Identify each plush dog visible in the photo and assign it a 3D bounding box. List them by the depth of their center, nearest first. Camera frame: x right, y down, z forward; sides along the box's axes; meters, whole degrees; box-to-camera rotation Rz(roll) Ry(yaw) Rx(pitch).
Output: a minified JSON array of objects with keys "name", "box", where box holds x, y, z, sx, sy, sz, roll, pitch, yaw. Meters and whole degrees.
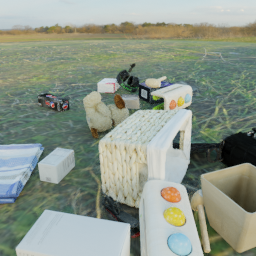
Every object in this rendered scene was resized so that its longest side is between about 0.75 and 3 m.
[{"name":"plush dog","box":[-0.759,-0.459,10.987,1.652,1.923,1.543,-15,59,-10]}]

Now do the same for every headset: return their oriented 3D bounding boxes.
[{"name":"headset","box":[0.100,-3.104,17.063,1.444,1.099,2.338,30,32,-16]}]

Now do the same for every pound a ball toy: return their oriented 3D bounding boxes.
[{"name":"pound a ball toy","box":[1.073,1.873,5.439,1.554,1.012,2.383,11,29,-4]},{"name":"pound a ball toy","box":[2.016,-1.570,13.070,1.157,1.776,2.724,17,28,36]}]

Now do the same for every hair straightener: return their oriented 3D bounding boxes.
[{"name":"hair straightener","box":[-0.211,1.840,6.419,0.304,0.571,1.485,-14,26,-29]}]

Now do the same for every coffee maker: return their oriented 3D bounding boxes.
[{"name":"coffee maker","box":[3.545,1.014,7.897,1.798,1.261,1.872,-29,28,-9]}]

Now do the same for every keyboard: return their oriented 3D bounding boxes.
[{"name":"keyboard","box":[1.975,0.707,9.185,2.409,0.477,1.254,-1,-2,8]}]

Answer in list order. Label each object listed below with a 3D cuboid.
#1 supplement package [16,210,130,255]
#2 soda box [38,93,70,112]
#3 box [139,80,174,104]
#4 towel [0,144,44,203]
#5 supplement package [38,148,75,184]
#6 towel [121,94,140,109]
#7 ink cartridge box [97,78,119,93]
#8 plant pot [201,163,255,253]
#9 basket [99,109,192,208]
[{"name":"supplement package","box":[-0.872,2.242,4.872,1.673,1.014,1.002,5,23,12]},{"name":"soda box","box":[-3.713,-1.283,13.949,1.771,0.561,0.627,18,27,35]},{"name":"box","box":[1.592,-1.982,15.232,1.675,0.874,1.239,-12,25,-26]},{"name":"towel","box":[-3.874,1.214,8.226,2.180,0.353,2.968,-2,23,-2]},{"name":"supplement package","box":[-2.067,1.081,8.239,0.594,0.572,1.045,7,24,17]},{"name":"towel","box":[0.117,-1.258,13.369,0.883,0.731,0.378,3,55,11]},{"name":"ink cartridge box","box":[-1.165,-2.593,17.071,1.008,0.587,1.393,5,23,12]},{"name":"plant pot","box":[2.424,1.709,5.878,1.394,1.234,1.392,-9,24,-22]},{"name":"basket","box":[0.570,0.677,7.544,1.712,1.881,2.775,7,24,22]}]
